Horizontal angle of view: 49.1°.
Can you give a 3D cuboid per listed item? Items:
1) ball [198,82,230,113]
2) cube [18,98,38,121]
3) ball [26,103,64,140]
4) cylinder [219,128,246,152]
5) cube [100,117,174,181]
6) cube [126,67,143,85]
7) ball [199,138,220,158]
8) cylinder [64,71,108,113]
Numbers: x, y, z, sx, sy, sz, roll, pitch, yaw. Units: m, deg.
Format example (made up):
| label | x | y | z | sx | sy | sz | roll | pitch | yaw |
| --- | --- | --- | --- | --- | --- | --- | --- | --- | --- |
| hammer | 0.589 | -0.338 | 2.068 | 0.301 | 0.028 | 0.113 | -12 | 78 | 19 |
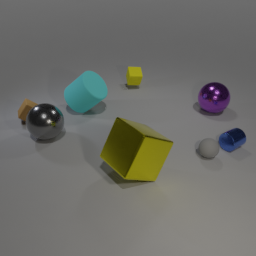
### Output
| label | x | y | z | sx | sy | sz | roll | pitch | yaw |
| --- | --- | --- | --- | --- | --- | --- | --- | --- | --- |
| ball | 3.844 | -1.353 | 12.537 | 1.400 | 1.400 | 1.400 | 0 | 31 | 0 |
| cube | -4.154 | -0.699 | 11.824 | 0.700 | 0.700 | 0.700 | 28 | 14 | -33 |
| ball | -3.136 | -0.239 | 10.631 | 1.400 | 1.400 | 1.400 | 0 | 31 | 0 |
| cylinder | 3.815 | 0.421 | 10.235 | 0.700 | 0.700 | 0.700 | -20 | 36 | -30 |
| cube | 0.252 | 0.666 | 8.647 | 1.400 | 1.400 | 1.400 | 14 | 14 | -44 |
| cube | 0.325 | -2.759 | 14.880 | 0.700 | 0.700 | 0.700 | 0 | 56 | -13 |
| ball | 2.808 | 0.694 | 9.713 | 0.700 | 0.700 | 0.700 | 0 | 31 | 0 |
| cylinder | -1.864 | -1.580 | 12.386 | 1.400 | 1.400 | 1.400 | -30 | 13 | 35 |
